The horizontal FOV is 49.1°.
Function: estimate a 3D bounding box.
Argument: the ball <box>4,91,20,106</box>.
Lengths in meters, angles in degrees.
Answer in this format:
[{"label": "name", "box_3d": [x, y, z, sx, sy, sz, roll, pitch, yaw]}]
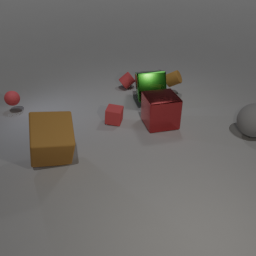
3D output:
[{"label": "ball", "box_3d": [-5.447, -1.395, 13.168, 0.700, 0.700, 0.700, 0, 31, 0]}]

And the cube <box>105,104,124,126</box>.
[{"label": "cube", "box_3d": [-0.618, -0.587, 12.546, 0.700, 0.700, 0.700, 9, 34, 6]}]

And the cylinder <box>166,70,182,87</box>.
[{"label": "cylinder", "box_3d": [2.398, -2.602, 14.786, 0.700, 0.700, 0.700, -17, 21, 29]}]

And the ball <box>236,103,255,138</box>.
[{"label": "ball", "box_3d": [5.158, -0.313, 11.375, 1.400, 1.400, 1.400, 0, 31, 0]}]

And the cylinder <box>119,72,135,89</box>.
[{"label": "cylinder", "box_3d": [-0.047, -2.695, 15.824, 0.700, 0.700, 0.700, -39, 33, 8]}]

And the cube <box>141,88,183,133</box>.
[{"label": "cube", "box_3d": [1.428, -0.782, 12.261, 1.400, 1.400, 1.400, -7, 31, -12]}]

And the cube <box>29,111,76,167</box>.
[{"label": "cube", "box_3d": [-2.647, 0.386, 9.655, 1.400, 1.400, 1.400, -2, 57, -19]}]

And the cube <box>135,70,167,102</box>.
[{"label": "cube", "box_3d": [1.133, -2.136, 14.148, 1.400, 1.400, 1.400, -5, 14, -2]}]
